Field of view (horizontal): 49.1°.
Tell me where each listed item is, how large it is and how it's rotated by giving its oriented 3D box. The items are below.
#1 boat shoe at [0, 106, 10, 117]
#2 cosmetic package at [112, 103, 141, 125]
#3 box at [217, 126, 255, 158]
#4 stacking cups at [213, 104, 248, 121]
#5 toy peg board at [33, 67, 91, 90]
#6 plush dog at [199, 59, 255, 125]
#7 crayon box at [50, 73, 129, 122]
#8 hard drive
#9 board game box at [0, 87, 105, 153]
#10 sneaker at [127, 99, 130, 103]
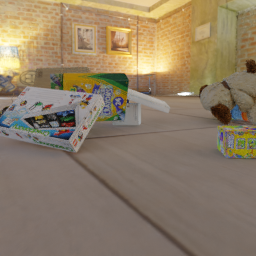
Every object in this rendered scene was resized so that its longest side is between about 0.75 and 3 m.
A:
[{"bbox_3d":[-4.439,-0.438,10.839,1.007,0.850,2.824,-3,9,-19],"label":"boat shoe"},{"bbox_3d":[-0.038,-0.581,11.514,1.071,0.896,0.890,0,5,10],"label":"cosmetic package"},{"bbox_3d":[2.726,0.314,6.680,0.990,0.627,1.028,0,8,6],"label":"box"},{"bbox_3d":[5.365,-0.701,13.278,0.875,0.875,2.892,-6,15,-34],"label":"stacking cups"},{"bbox_3d":[-2.422,-1.049,10.856,2.326,2.316,1.138,3,-6,20],"label":"toy peg board"},{"bbox_3d":[4.393,-1.456,12.095,2.524,2.357,2.938,-21,33,5],"label":"plush dog"},{"bbox_3d":[-1.246,-0.966,9.053,2.399,1.508,0.619,-3,34,-15],"label":"crayon box"},{"bbox_3d":[0.557,-1.178,11.186,2.113,0.282,1.393,18,14,-8],"label":"hard drive"},{"bbox_3d":[-2.111,-0.328,7.460,2.598,0.450,1.640,10,53,25],"label":"board game box"},{"bbox_3d":[-0.146,-1.078,14.721,0.670,0.958,1.658,-3,9,-13],"label":"sneaker"}]
